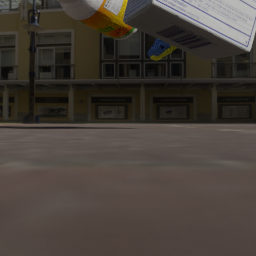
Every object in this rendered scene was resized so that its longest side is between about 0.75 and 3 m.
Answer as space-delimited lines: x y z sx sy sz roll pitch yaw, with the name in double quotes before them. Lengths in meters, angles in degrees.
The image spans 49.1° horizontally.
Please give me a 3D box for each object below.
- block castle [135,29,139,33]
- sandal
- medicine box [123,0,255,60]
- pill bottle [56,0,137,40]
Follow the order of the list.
"block castle" 0.418 -3.843 9.725 0.980 0.460 0.655 -30 -55 24
"sandal" 1.120 -2.770 7.163 1.024 2.352 0.935 36 -14 -17
"medicine box" 1.401 -2.913 5.388 2.264 2.485 1.279 15 -1 -25
"pill bottle" -0.883 -3.592 7.742 1.539 1.539 2.771 1 -2 35
